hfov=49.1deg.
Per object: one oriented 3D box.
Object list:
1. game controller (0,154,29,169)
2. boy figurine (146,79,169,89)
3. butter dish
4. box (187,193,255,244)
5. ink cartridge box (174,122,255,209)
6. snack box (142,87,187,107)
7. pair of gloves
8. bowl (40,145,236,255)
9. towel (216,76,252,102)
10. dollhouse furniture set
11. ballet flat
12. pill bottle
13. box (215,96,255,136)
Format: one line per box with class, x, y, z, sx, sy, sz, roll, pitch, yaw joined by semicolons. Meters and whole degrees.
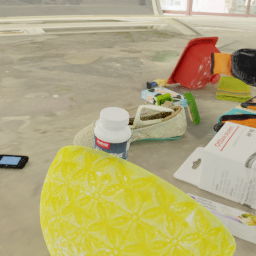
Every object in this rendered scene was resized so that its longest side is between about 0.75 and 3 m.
game controller;-2.625;0.749;6.248;0.775;0.163;0.404;2;26;6
boy figurine;1.216;-1.779;11.190;0.992;0.320;0.617;-14;29;-27
butter dish;2.898;-2.276;10.818;2.100;2.095;1.553;-19;57;-41
box;1.675;1.503;4.538;1.609;0.333;0.311;13;29;27
ink cartridge box;2.422;0.708;5.485;2.677;0.893;1.550;17;32;29
snack box;1.282;-1.033;9.705;0.905;0.289;1.559;-16;31;-29
pair of gloves;3.228;-0.798;6.790;2.370;0.329;2.660;0;69;6
bowl;-0.155;1.378;3.176;2.339;2.339;1.259;16;60;30
towel;4.142;-1.612;10.927;1.207;0.253;2.806;10;28;17
dollhouse furniture set;0.951;-0.324;8.249;2.143;0.828;1.071;-18;33;6
ballet flat;0.066;-0.125;7.146;2.990;0.932;1.008;-8;27;-14
pill bottle;-0.338;0.259;5.854;0.766;1.281;0.766;5;30;-3
box;3.504;-0.255;7.794;0.987;0.590;2.399;24;35;39
